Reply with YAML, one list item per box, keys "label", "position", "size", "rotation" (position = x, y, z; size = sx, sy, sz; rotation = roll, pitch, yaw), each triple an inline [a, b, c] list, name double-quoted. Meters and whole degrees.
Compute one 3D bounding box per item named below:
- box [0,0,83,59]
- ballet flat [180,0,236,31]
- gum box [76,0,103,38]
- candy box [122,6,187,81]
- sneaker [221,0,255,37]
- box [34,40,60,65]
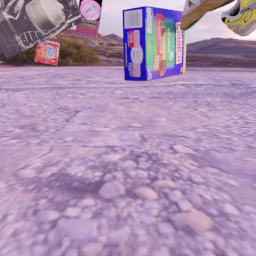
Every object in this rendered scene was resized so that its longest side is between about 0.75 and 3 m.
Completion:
- label: "box"
  position: [-2.042, -2.567, 5.204]
  size: [1.742, 1.772, 1.098]
  rotation: [-33, 52, -13]
- label: "ballet flat"
  position: [2.388, -4.026, 8.892]
  size: [1.020, 0.937, 2.972]
  rotation: [-50, 16, -16]
- label: "gum box"
  position: [-0.936, -3.420, 7.252]
  size: [0.597, 1.804, 1.024]
  rotation: [8, -7, -11]
- label: "candy box"
  position: [1.094, -3.109, 10.487]
  size: [1.113, 2.443, 2.889]
  rotation: [10, 21, 36]
- label: "sneaker"
  position: [3.388, -3.353, 7.082]
  size: [0.930, 2.434, 0.918]
  rotation: [16, 54, -19]
- label: "box"
  position: [-2.548, -2.416, 8.879]
  size: [0.677, 0.648, 1.358]
  rotation: [8, 16, -17]
